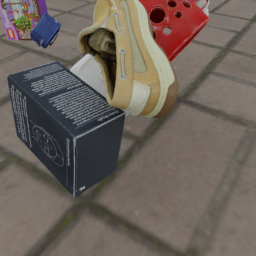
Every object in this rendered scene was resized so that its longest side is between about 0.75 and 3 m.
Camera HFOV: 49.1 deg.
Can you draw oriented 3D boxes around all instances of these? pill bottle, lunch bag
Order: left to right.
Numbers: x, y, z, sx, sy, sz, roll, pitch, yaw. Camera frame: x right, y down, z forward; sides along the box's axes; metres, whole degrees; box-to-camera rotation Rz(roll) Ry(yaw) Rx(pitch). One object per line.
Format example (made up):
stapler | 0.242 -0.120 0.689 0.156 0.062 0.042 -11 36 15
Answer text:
lunch bag | -2.307 -2.682 7.907 0.599 0.905 0.615 33 -6 -15
pill bottle | 1.979 -4.240 8.924 1.043 1.858 1.043 -14 57 22

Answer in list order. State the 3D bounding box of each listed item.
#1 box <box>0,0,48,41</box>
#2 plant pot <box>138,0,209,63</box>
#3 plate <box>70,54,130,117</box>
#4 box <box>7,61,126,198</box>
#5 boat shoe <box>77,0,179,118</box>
box | -3.250 -3.798 8.533 1.494 2.184 0.427 7 34 18
plant pot | 0.625 -2.700 7.396 2.082 2.286 2.286 46 49 -3
plate | -0.322 -1.118 6.032 1.721 1.724 0.279 56 21 10
box | -1.118 -0.044 4.969 1.032 1.431 1.928 -29 55 -36
boat shoe | -0.242 -1.378 4.356 1.107 1.042 2.907 2 44 -27
